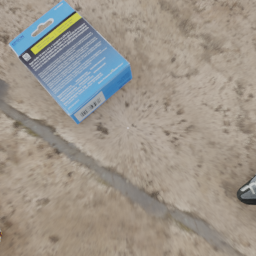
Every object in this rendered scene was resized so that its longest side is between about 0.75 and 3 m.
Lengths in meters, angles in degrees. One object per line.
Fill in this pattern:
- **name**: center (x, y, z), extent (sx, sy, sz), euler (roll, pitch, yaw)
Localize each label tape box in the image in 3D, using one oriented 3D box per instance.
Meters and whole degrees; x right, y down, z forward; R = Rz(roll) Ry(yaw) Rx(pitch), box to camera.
- **label tape box**: center (-1.565, -1.825, 7.667), extent (2.035, 0.939, 2.840), euler (-41, 73, -6)

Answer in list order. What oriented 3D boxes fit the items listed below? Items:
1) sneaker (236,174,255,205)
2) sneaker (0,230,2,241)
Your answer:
- **sneaker**: center (3.411, 1.091, 6.717), extent (1.842, 1.063, 0.691), euler (-28, 115, 17)
- **sneaker**: center (-3.079, 2.595, 6.403), extent (0.336, 0.897, 0.404), euler (6, 96, -23)
